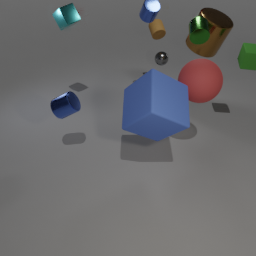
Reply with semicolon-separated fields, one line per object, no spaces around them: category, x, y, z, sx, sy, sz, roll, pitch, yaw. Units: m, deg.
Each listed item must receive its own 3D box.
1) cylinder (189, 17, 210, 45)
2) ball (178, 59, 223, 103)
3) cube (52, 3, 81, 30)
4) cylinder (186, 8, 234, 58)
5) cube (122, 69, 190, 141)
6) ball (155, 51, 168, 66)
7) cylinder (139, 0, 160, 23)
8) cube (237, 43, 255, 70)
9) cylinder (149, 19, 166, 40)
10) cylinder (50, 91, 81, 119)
cylinder;2.533;-3.469;9.988;0.700;0.700;0.700;3;55;4
ball;2.299;-1.498;8.948;1.400;1.400;1.400;0;33;0
cube;-2.461;-4.455;11.224;0.700;0.700;0.700;-39;21;-32
cylinder;3.231;-3.809;11.219;1.400;1.400;1.400;11;49;-12
cube;0.800;-0.606;8.197;1.400;1.400;1.400;19;60;-31
ball;1.701;-3.525;14.212;0.700;0.700;0.700;0;33;0
cylinder;0.890;-4.826;11.514;0.700;0.700;0.700;4;72;-14
cube;4.508;-2.611;10.251;0.700;0.700;0.700;7;47;4
cylinder;1.426;-4.824;13.699;0.700;0.700;0.700;-9;68;-14
cylinder;-2.004;-0.731;9.019;0.700;0.700;0.700;-23;27;21
